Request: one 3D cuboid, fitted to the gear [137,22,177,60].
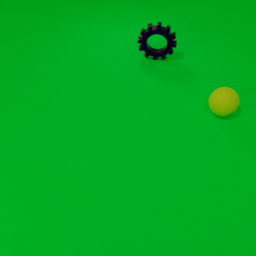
[{"bbox_3d":[0.918,-2.715,8.830,1.214,1.214,0.225,7,49,5],"label":"gear"}]

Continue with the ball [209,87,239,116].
[{"bbox_3d":[2.576,-0.703,7.524,0.776,0.776,0.776,0,51,0],"label":"ball"}]
